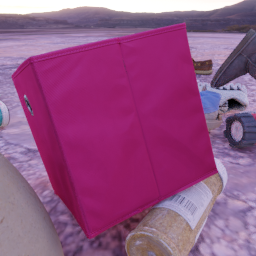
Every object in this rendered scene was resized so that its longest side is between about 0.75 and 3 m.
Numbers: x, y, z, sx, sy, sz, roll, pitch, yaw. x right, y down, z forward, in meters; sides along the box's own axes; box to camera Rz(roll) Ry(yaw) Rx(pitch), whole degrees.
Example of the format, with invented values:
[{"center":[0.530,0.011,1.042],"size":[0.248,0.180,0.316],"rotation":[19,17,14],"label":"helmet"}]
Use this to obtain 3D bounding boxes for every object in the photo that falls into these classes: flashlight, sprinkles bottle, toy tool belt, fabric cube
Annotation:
[{"center":[4.027,0.015,7.593],"size":[2.792,0.949,0.945],"rotation":[-2,15,-18],"label":"flashlight"},{"center":[0.914,1.285,4.577],"size":[0.835,0.835,2.446],"rotation":[14,27,29],"label":"sprinkles bottle"},{"center":[2.149,-0.670,8.322],"size":[1.507,1.483,2.414],"rotation":[19,29,37],"label":"toy tool belt"},{"center":[-0.337,-0.107,4.817],"size":[2.407,2.400,2.362],"rotation":[-20,13,-24],"label":"fabric cube"}]

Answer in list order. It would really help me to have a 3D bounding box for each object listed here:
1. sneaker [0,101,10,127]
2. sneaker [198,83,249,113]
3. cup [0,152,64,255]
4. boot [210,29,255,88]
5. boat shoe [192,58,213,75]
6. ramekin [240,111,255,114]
[{"center":[-5.109,-0.539,8.612],"size":[2.709,1.133,1.636],"rotation":[18,19,33],"label":"sneaker"},{"center":[2.979,-0.996,9.922],"size":[2.529,0.950,1.025],"rotation":[-3,44,8],"label":"sneaker"},{"center":[-2.251,1.209,3.269],"size":[2.826,2.021,2.826],"rotation":[0,24,0],"label":"cup"},{"center":[3.788,-1.301,7.852],"size":[2.387,2.170,0.866],"rotation":[40,48,8],"label":"boot"},{"center":[3.524,-3.589,15.928],"size":[2.574,0.869,0.927],"rotation":[8,24,18],"label":"boat shoe"},{"center":[3.764,-0.156,8.437],"size":[0.874,0.459,0.874],"rotation":[-1,23,0],"label":"ramekin"}]
